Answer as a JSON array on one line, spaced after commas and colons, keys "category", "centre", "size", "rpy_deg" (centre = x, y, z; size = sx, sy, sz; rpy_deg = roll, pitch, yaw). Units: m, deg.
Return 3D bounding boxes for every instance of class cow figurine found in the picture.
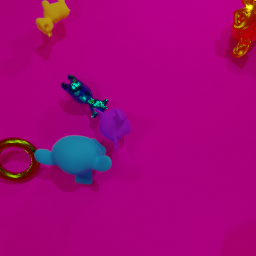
[{"category": "cow figurine", "centre": [-1.147, -0.844, 7.638], "size": [1.175, 1.194, 0.655], "rpy_deg": [36, 85, 33]}, {"category": "cow figurine", "centre": [-2.058, -3.055, 7.748], "size": [1.007, 0.553, 0.991], "rpy_deg": [-19, 72, -9]}]

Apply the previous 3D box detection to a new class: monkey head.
[{"category": "monkey head", "centre": [3.626, -2.923, 7.769], "size": [1.427, 1.196, 1.984], "rpy_deg": [33, 89, 38]}, {"category": "monkey head", "centre": [-0.387, -0.111, 7.207], "size": [0.792, 0.945, 1.314], "rpy_deg": [-29, 77, -1]}, {"category": "monkey head", "centre": [-1.265, 0.885, 7.099], "size": [1.980, 1.193, 1.425], "rpy_deg": [5, 101, 13]}]

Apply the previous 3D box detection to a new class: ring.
[{"category": "ring", "centre": [-2.992, 0.851, 7.426], "size": [1.307, 0.261, 1.307], "rpy_deg": [-3, 112, -7]}]
